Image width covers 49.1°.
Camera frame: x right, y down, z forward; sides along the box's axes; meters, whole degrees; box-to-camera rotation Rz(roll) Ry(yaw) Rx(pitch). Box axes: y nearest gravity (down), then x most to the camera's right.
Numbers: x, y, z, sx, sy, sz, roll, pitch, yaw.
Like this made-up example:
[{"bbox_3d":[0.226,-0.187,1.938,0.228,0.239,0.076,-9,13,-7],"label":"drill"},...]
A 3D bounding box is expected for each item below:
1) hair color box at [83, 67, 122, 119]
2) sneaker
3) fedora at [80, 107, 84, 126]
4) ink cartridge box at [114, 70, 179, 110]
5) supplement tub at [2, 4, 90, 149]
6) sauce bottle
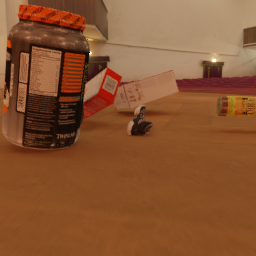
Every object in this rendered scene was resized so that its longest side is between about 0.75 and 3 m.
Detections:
[{"bbox_3d":[-1.050,-1.043,8.908,0.602,0.998,1.967,29,-27,-26],"label":"hair color box"},{"bbox_3d":[0.418,-0.173,7.432,0.598,0.397,1.051,13,50,18],"label":"sneaker"},{"bbox_3d":[-1.630,-0.461,8.112,0.470,0.921,1.041,-2,24,5],"label":"fedora"},{"bbox_3d":[0.562,-1.545,11.761,2.295,0.962,2.015,-21,9,-21],"label":"ink cartridge box"},{"bbox_3d":[-1.693,-1.032,5.864,1.639,2.674,1.639,10,15,-2],"label":"supplement tub"},{"bbox_3d":[3.376,-0.572,7.588,1.816,0.588,0.588,1,10,6],"label":"sauce bottle"}]
